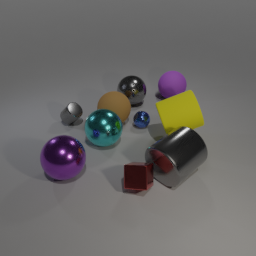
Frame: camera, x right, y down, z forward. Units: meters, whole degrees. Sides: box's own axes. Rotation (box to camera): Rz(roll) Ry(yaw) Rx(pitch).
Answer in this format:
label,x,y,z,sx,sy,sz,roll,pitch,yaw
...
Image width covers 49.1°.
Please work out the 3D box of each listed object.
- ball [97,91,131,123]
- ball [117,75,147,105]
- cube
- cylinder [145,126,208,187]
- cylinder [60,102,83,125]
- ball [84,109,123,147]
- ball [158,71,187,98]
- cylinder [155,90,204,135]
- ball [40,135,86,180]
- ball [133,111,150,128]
label,x,y,z,sx,sy,sz,roll,pitch,yaw
ball,-0.582,-0.829,11.668,1.400,1.400,1.400,0,31,0
ball,0.178,-1.785,13.271,1.400,1.400,1.400,0,31,0
cube,0.325,1.401,8.251,0.700,0.700,0.700,0,1,21
cylinder,1.477,0.861,8.641,1.400,1.400,1.400,-32,43,-30
cylinder,-2.355,-0.600,11.658,0.700,0.700,0.700,24,49,-31
ball,-0.893,-0.011,10.282,1.400,1.400,1.400,0,31,0
ball,2.185,-2.118,13.850,1.400,1.400,1.400,0,31,0
cylinder,1.896,-0.511,10.342,1.400,1.400,1.400,-21,30,8
ball,-2.014,0.919,8.734,1.400,1.400,1.400,0,31,0
ball,0.567,-0.354,11.561,0.700,0.700,0.700,0,31,0
